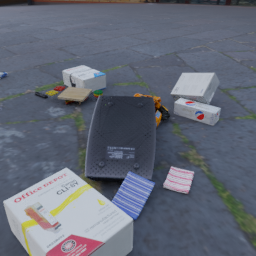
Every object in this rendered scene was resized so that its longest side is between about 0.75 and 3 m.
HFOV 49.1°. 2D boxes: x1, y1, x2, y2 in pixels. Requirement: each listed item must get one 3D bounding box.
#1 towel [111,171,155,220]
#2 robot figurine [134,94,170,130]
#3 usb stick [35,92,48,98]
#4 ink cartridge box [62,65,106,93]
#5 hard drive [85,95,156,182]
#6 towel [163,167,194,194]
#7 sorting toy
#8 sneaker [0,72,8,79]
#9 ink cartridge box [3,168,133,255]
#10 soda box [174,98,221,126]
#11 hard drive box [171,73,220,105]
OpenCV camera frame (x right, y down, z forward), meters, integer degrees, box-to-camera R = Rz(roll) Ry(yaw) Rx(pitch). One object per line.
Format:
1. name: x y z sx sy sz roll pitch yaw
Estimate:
1. towel: 0.104 1.672 7.023 0.780 0.129 1.078 22 62 21
2. robot figurine: 0.475 -0.513 10.556 2.057 0.826 2.837 11 32 15
3. usb stick: -4.033 -1.527 13.003 0.769 0.125 0.213 20 29 31
4. ink cartridge box: -2.161 -2.409 13.856 1.344 0.775 1.852 -25 38 -36
5. hard drive: -0.158 0.287 8.458 1.994 0.626 2.956 2 54 3
6. towel: 1.443 1.435 7.893 0.710 0.145 0.971 12 32 18
7. sorting toy: -2.406 -1.395 12.485 2.418 0.409 1.166 8 31 12
8. sneaker: -6.862 -2.791 15.069 0.328 0.322 0.851 43 46 18
9. ink cartridge box: -1.293 2.063 5.969 1.703 0.979 2.346 -27 39 -38
10. soda box: 2.711 -0.670 11.102 1.723 0.549 0.587 20 37 30
11. hard drive box: 2.786 -1.659 11.685 1.590 0.611 1.240 12 64 46
